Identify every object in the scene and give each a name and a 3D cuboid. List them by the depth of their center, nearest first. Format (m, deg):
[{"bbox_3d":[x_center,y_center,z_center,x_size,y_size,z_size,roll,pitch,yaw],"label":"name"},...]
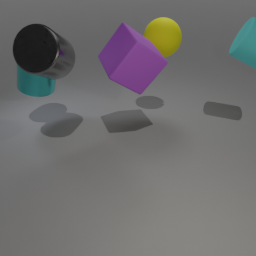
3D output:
[{"bbox_3d":[-2.472,-2.234,8.439,1.400,1.400,1.400,5,4,8],"label":"cylinder"},{"bbox_3d":[0.124,-2.204,9.006,1.400,1.400,1.400,21,30,-39],"label":"cube"},{"bbox_3d":[4.479,-2.836,9.628,1.400,1.400,1.400,28,32,-1],"label":"cylinder"},{"bbox_3d":[1.268,-3.326,10.331,1.400,1.400,1.400,0,29,0],"label":"ball"},{"bbox_3d":[-3.391,-2.097,10.429,1.400,1.400,1.400,10,35,-7],"label":"cylinder"}]
